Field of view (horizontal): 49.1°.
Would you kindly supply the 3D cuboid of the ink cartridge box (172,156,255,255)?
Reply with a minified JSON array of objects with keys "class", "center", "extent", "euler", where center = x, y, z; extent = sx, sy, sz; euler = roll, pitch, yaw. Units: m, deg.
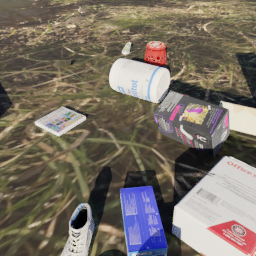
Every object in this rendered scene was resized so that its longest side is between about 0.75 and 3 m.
[{"class":"ink cartridge box","center":[2.368,1.855,6.401],"extent":[1.673,0.971,2.319],"euler":[28,44,34]}]

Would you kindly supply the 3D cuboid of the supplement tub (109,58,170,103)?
[{"class":"supplement tub","center":[0.492,-1.971,11.541],"extent":[2.176,1.436,1.436],"euler":[19,39,26]}]

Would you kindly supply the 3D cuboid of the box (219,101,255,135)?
[{"class":"box","center":[4.058,-0.246,9.257],"extent":[2.161,0.840,1.026],"euler":[16,10,19]}]

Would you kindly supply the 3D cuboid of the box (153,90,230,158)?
[{"class":"box","center":[2.008,-0.167,8.810],"extent":[2.052,1.254,1.088],"euler":[26,67,33]}]

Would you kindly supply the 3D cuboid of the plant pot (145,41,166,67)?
[{"class":"plant pot","center":[1.466,-3.897,14.680],"extent":[1.159,1.055,1.159],"euler":[1,36,-1]}]

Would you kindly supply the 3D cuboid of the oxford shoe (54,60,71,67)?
[{"class":"oxford shoe","center":[-3.414,-3.310,14.555],"extent":[0.886,0.316,0.316],"euler":[-11,7,-13]}]

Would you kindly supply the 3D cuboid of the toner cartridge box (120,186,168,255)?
[{"class":"toner cartridge box","center":[0.311,2.147,6.509],"extent":[0.837,0.381,1.763],"euler":[-4,35,-5]}]

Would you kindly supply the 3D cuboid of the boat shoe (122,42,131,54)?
[{"class":"boat shoe","center":[-0.077,-4.650,16.321],"extent":[0.451,0.389,1.253],"euler":[6,35,9]}]

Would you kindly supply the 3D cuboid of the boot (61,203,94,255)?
[{"class":"boot","center":[-1.105,2.386,5.782],"extent":[0.627,0.815,1.705],"euler":[3,35,4]}]

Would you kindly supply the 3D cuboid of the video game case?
[{"class":"video game case","center":[-2.443,-0.269,10.202],"extent":[1.242,0.162,1.364],"euler":[23,40,29]}]
